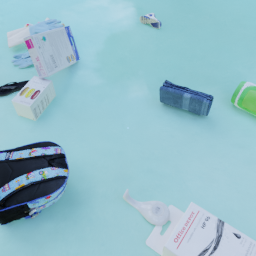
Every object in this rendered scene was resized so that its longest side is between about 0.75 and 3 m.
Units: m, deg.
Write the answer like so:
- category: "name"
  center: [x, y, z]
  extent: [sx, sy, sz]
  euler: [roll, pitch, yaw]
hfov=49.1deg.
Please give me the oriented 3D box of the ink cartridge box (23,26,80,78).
- category: "ink cartridge box"
  center: [-3.075, -3.286, 11.826]
  extent: [0.574, 1.633, 2.737]
  euler: [-6, 25, 27]

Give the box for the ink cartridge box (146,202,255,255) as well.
- category: "ink cartridge box"
  center: [1.950, 3.119, 7.422]
  extent: [2.653, 0.900, 1.539]
  euler: [29, 55, 22]

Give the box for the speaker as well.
- category: "speaker"
  center: [5.301, -0.862, 10.668]
  extent: [2.500, 1.106, 1.106]
  euler: [32, 57, 24]

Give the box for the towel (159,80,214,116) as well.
- category: "towel"
  center: [2.208, -1.123, 10.766]
  extent: [2.005, 1.120, 0.487]
  euler: [19, 62, 16]

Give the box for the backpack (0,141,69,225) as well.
- category: "backpack"
  center: [-2.888, 1.531, 8.306]
  extent: [2.357, 1.586, 2.152]
  euler: [-16, 51, -12]

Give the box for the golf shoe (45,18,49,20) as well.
- category: "golf shoe"
  center: [-4.282, -5.803, 15.419]
  extent: [0.763, 0.288, 0.349]
  euler: [29, 70, 25]

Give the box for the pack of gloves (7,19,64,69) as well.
- category: "pack of gloves"
  center: [-4.288, -3.999, 13.547]
  extent: [2.861, 0.565, 2.404]
  euler: [-17, 67, 1]

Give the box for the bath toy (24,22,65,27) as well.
- category: "bath toy"
  center: [-4.294, -4.972, 14.228]
  extent: [2.188, 0.952, 0.809]
  euler: [4, 39, 6]

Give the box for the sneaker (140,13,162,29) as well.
- category: "sneaker"
  center: [1.361, -5.982, 15.365]
  extent: [1.301, 0.526, 0.752]
  euler: [30, 58, 25]

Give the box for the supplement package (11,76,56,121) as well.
- category: "supplement package"
  center: [-3.681, -1.188, 11.091]
  extent: [0.882, 0.850, 1.551]
  euler: [16, 52, 13]

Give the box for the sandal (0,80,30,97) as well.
- category: "sandal"
  center: [-4.908, -1.780, 11.930]
  extent: [1.586, 0.339, 0.603]
  euler: [-20, 53, -16]

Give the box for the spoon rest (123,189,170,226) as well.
- category: "spoon rest"
  center: [0.549, 2.364, 8.413]
  extent: [1.496, 0.453, 0.743]
  euler: [27, 56, 11]
